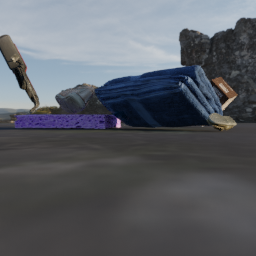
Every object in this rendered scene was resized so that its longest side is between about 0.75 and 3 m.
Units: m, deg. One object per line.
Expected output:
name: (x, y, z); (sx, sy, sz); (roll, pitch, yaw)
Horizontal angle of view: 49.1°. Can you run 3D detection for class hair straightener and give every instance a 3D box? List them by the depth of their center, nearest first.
hair straightener: (-2.151, -1.088, 5.400); (0.369, 1.803, 0.694); (-23, -16, -7)

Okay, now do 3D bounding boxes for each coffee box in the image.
coffee box: (2.448, -0.752, 8.275); (0.525, 0.754, 1.318); (-20, -26, -39)

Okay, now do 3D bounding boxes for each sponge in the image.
sponge: (-1.521, -0.177, 7.327); (2.398, 0.358, 1.337); (0, 3, 14)

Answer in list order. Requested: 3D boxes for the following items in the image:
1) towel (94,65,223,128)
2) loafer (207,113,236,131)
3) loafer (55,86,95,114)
towel: (0.554, -0.508, 5.949); (2.613, 0.634, 1.459); (-1, -36, 46)
loafer: (1.586, -0.059, 4.808); (0.758, 0.264, 0.285); (7, 38, -41)
loafer: (-1.388, -0.775, 7.395); (0.593, 0.678, 1.886); (-43, 21, -19)
